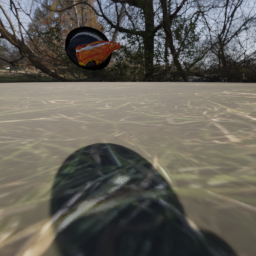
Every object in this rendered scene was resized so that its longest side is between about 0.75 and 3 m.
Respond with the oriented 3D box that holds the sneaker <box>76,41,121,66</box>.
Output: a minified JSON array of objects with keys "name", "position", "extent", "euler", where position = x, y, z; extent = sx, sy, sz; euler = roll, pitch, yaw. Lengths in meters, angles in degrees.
[{"name":"sneaker","position":[-0.762,-1.964,7.292],"extent":[1.428,0.551,0.521],"euler":[-27,34,-36]}]

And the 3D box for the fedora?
[{"name":"fedora","position":[-1.327,-2.400,8.833],"extent":[1.590,1.590,0.726],"euler":[2,32,11]}]
